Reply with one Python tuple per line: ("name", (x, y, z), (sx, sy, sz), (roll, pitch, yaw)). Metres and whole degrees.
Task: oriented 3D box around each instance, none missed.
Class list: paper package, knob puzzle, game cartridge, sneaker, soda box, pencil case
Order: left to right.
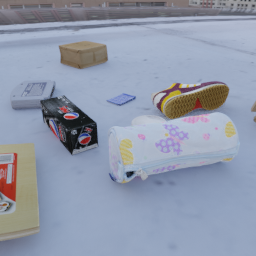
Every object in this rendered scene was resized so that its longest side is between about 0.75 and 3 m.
("knob puzzle", (-3.096, 1.146, 4.731), (3.275, 0.454, 3.275), (5, 25, -2))
("game cartridge", (-3.188, -1.156, 9.402), (1.315, 0.404, 1.975), (0, 27, -7))
("soda box", (-1.552, -0.154, 7.135), (0.746, 0.668, 2.109), (-17, 32, -28))
("paper package", (-2.131, -3.525, 13.334), (1.642, 0.891, 1.723), (22, 35, 35))
("pencil case", (0.886, 0.362, 5.668), (2.643, 1.099, 1.199), (-9, 17, -18))
("sneaker", (1.923, -1.057, 8.576), (2.491, 0.933, 1.122), (-12, 36, -24))

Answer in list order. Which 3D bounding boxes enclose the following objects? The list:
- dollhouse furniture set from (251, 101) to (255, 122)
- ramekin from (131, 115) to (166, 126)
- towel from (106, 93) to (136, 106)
("dollhouse furniture set", (4.068, -1.117, 7.794), (1.534, 1.790, 1.883), (3, 64, 6))
("ramekin", (0.533, 0.040, 7.044), (0.893, 0.416, 0.893), (-1, 28, 0))
("towel", (-0.213, -0.972, 9.317), (0.619, 0.102, 0.855), (21, 34, 35))
